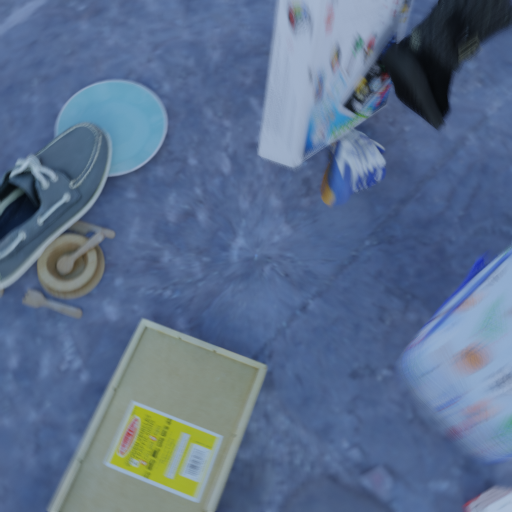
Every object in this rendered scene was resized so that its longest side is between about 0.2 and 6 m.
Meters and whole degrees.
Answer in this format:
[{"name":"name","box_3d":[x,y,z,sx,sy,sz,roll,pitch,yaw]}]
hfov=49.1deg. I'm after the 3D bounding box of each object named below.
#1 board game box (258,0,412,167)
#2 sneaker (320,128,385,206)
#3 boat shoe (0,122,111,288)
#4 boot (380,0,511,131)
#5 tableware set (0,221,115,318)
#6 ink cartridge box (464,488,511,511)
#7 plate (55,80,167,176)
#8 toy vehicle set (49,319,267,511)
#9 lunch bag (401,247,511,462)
[{"name":"board game box","box_3d":[1.268,-2.866,7.883,0.618,2.253,3.569,23,35,21]},{"name":"sneaker","box_3d":[1.578,-1.395,8.669,0.943,0.805,2.139,22,39,0]},{"name":"boat shoe","box_3d":[-3.316,-0.943,8.533,1.147,0.974,3.151,29,70,10]},{"name":"boot","box_3d":[2.817,-2.844,8.007,1.677,2.244,0.844,-44,65,11]},{"name":"tableware set","box_3d":[-3.556,-0.089,8.769,2.384,0.478,1.576,15,71,5]},{"name":"ink cartridge box","box_3d":[3.163,3.340,7.407,0.535,0.729,0.302,-24,72,-8]},{"name":"plate","box_3d":[-2.476,-2.175,9.651,1.898,0.242,1.898,0,71,-1]},{"name":"toy vehicle set","box_3d":[-1.323,2.664,7.709,1.980,0.422,3.187,20,68,7]},{"name":"lunch bag","box_3d":[3.021,1.047,6.637,2.372,0.896,1.901,-40,69,-14]}]
